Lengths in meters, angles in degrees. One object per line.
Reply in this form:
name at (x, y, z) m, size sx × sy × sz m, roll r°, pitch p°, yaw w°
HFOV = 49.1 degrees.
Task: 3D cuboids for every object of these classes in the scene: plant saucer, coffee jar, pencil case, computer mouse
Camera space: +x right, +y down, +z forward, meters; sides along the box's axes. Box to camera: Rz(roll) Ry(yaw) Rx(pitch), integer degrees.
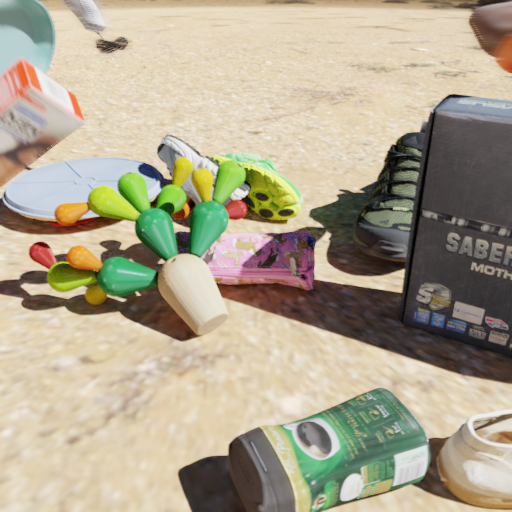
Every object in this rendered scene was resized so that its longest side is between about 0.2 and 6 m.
plant saucer at (-3.697, -3.117, 8.391) m, size 0.289 × 1.610 × 1.610 m, roll 31°, pitch 38°, yaw 12°
coffee jar at (0.638, 1.862, 5.130) m, size 1.726 × 0.737 × 0.900 m, roll -11°, pitch 32°, yaw -20°
pencil case at (-0.205, 0.066, 8.218) m, size 2.141 × 0.926 × 0.886 m, roll 1°, pitch 73°, yaw 2°
computer mouse at (-3.022, -4.412, 10.384) m, size 0.766 × 1.397 × 0.307 m, roll 6°, pitch 55°, yaw 40°

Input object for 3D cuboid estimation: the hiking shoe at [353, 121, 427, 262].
hiking shoe at (2.451, -1.191, 9.533) m, size 1.304 × 1.733 × 3.443 m, roll 9°, pitch 31°, yaw 15°

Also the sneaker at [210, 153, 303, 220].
sneaker at (0.072, -1.527, 10.900) m, size 1.118 × 0.991 × 2.675 m, roll -22°, pitch 36°, yaw -28°

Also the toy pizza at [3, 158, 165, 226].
toy pizza at (-3.296, -1.248, 10.931) m, size 3.028 × 0.480 × 3.028 m, roll -1°, pitch 28°, yaw 0°

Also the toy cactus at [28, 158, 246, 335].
toy cactus at (-1.299, -0.023, 7.752) m, size 3.142 × 1.606 × 2.592 m, roll -27°, pitch 68°, yaw -18°

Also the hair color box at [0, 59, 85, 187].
hair color box at (-3.044, -1.525, 6.823) m, size 1.634 × 0.906 × 0.522 m, roll -31°, pitch 65°, yaw 15°

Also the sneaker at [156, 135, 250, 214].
sneaker at (-1.286, -1.490, 10.707) m, size 1.018 × 1.092 × 2.755 m, roll 32°, pitch 6°, yaw -43°

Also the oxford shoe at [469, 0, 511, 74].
oxford shoe at (3.379, -2.817, 6.876) m, size 2.275 × 0.810 × 0.825 m, roll -20°, pitch 62°, yaw -45°

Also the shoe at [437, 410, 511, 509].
shoe at (3.201, 1.810, 5.178) m, size 2.918 × 0.779 × 1.020 m, roll -1°, pitch 29°, yaw -3°

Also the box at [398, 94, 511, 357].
box at (3.692, -0.081, 6.330) m, size 3.753 × 2.959 × 0.957 m, roll 16°, pitch 33°, yaw 25°
